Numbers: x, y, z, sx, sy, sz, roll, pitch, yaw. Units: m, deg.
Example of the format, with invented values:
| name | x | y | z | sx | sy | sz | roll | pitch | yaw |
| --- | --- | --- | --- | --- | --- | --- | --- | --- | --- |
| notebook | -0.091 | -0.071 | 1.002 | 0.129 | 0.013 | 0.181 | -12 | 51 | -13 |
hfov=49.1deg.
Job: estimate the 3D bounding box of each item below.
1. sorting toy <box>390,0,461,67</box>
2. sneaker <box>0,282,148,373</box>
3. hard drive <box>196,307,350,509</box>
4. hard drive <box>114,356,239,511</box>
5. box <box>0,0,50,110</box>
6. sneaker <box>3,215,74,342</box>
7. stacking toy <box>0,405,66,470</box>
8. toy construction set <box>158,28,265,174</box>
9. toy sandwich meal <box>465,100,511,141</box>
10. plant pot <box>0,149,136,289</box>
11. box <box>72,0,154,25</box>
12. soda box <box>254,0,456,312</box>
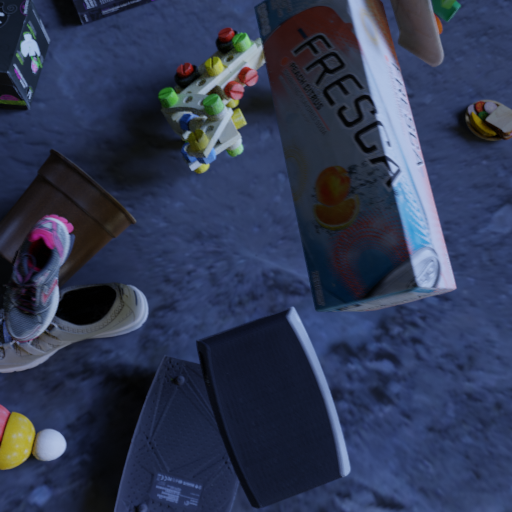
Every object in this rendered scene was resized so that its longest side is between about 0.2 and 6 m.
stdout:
| name | x | y | z | sx | sy | sz | roll | pitch | yaw |
| --- | --- | --- | --- | --- | --- | --- | --- | --- | --- |
| sorting toy | 2.227 | -3.286 | 7.425 | 0.285 | 1.430 | 1.935 | -24 | 37 | 2 |
| sneaker | -3.379 | 0.975 | 9.108 | 3.057 | 1.253 | 1.142 | -19 | 69 | -8 |
| hard drive | 0.190 | 1.622 | 5.961 | 1.280 | 0.402 | 1.897 | -19 | 87 | -4 |
| hard drive | -1.029 | 3.001 | 8.663 | 1.748 | 0.549 | 2.592 | 12 | 68 | 5 |
| box | -5.163 | -4.071 | 11.235 | 1.382 | 1.157 | 1.861 | 4 | 67 | 2 |
| sneaker | -3.002 | 0.336 | 7.437 | 0.731 | 0.677 | 1.814 | 18 | 106 | -6 |
| stacking toy | -3.911 | 2.835 | 8.540 | 1.925 | 1.407 | 1.407 | 15 | 67 | -13 |
| toy construction set | -0.311 | -3.095 | 10.580 | 3.529 | 1.626 | 2.314 | -33 | 47 | -21 |
| toy sandwich meal | 4.701 | -2.730 | 11.107 | 1.079 | 0.369 | 1.079 | 0 | 68 | 0 |
| plant pot | -3.370 | -0.515 | 9.526 | 1.864 | 1.864 | 1.845 | 38 | 80 | 14 |
| box | -3.206 | -6.035 | 12.479 | 1.952 | 0.352 | 1.396 | -22 | 69 | -10 |
| soda box | 1.267 | -1.507 | 7.415 | 1.389 | 1.494 | 4.370 | -19 | 75 | 33 |
